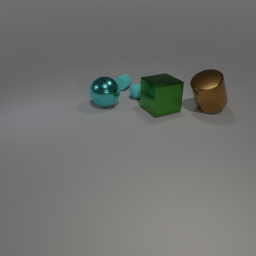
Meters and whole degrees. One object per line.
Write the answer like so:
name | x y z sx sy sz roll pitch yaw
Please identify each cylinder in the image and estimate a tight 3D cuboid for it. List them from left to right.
cylinder | -0.271 -2.439 14.852 0.700 0.700 0.700 14 29 23
cylinder | 3.583 -1.614 12.347 1.400 1.400 1.400 -16 42 15

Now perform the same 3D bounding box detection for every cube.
cube | 1.476 -1.512 12.525 1.400 1.400 1.400 -13 31 -23

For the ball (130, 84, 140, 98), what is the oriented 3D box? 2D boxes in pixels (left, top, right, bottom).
ball | 0.450 -1.821 13.802 0.700 0.700 0.700 0 30 0

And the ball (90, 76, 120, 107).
ball | -1.063 -1.670 12.887 1.400 1.400 1.400 0 30 0
